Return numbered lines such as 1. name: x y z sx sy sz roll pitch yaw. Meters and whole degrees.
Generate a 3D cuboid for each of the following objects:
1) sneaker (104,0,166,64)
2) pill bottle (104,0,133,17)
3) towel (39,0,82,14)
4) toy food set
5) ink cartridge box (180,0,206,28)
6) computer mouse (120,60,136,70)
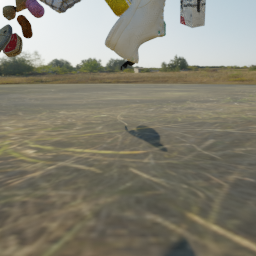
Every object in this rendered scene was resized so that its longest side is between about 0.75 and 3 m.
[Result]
1. sneaker: 0.573 -2.722 6.687 1.125 2.543 0.957 35 6 -6
2. pill bottle: -0.278 -4.130 9.002 0.810 0.810 1.441 9 -23 39
3. towel: -0.884 -2.833 4.079 1.742 0.900 2.104 39 67 23
4. toy food set: -2.905 -2.816 7.410 1.457 2.292 0.361 8 -19 22
5. ink cartridge box: 1.938 -3.666 8.409 0.460 1.098 0.793 -15 34 -14
6. computer mouse: 0.067 -2.719 11.869 0.961 0.315 1.368 -45 6 -1
